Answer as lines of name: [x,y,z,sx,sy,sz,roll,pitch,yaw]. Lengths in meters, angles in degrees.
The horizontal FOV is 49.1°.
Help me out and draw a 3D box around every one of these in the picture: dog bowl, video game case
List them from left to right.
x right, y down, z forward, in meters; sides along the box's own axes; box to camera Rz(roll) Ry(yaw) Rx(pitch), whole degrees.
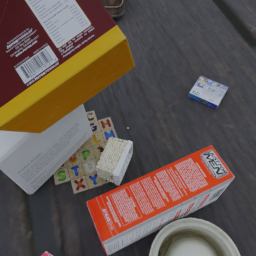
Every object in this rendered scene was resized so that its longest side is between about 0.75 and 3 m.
dog bowl: [1.201,2.592,5.188,1.712,0.631,1.712,0,58,0]
video game case: [2.206,-0.992,7.698,0.835,0.190,0.757,28,62,16]

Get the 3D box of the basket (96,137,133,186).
basket: [-0.295,0.726,6.306,0.561,0.616,0.909,17,60,11]

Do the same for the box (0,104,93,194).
box: [-2.282,-0.141,6.151,2.063,1.767,2.053,35,67,22]

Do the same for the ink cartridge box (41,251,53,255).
ink cartridge box: [-1.473,3.798,4.050,2.140,1.247,2.956,36,64,20]

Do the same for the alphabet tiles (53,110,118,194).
alphabet tiles: [-1.053,0.502,6.830,1.716,0.065,2.062,-16,59,-10]

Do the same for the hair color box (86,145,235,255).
hair color box: [0.609,1.434,5.498,2.641,1.340,0.809,-21,60,-14]

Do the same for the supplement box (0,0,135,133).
supplement box: [-1.333,-1.319,4.159,2.018,1.359,2.046,-34,84,3]

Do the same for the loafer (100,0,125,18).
loafer: [-0.568,-4.837,9.672,0.968,0.941,2.651,1,58,1]
